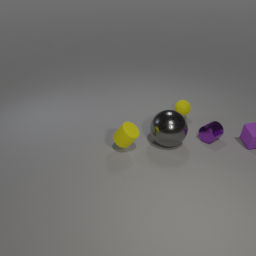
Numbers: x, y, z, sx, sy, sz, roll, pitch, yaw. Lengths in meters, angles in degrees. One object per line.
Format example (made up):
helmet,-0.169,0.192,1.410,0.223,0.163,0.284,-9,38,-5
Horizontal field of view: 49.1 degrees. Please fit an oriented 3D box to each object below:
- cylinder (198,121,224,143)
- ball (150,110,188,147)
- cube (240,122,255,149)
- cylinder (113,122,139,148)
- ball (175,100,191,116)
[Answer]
cylinder,3.227,0.155,10.892,0.700,0.700,0.700,-23,36,-35
ball,1.527,0.014,10.463,1.400,1.400,1.400,0,29,0
cube,4.729,0.276,10.441,0.700,0.700,0.700,-8,44,-5
cylinder,-0.067,0.249,10.007,0.700,0.700,0.700,24,42,-23
ball,2.410,-0.882,12.341,0.700,0.700,0.700,0,29,0
